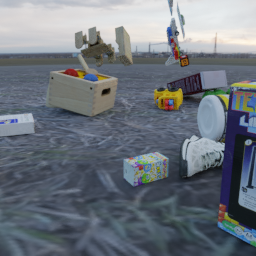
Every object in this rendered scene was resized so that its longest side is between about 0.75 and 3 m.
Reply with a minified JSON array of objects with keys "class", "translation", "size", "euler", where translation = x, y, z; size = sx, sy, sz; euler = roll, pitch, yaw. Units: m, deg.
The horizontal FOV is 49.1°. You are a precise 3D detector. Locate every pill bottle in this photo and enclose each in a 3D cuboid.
[{"class":"pill bottle","translation":[3.605,-0.327,8.575],"size":[2.597,1.445,1.445],"euler":[-4,16,-10]}]

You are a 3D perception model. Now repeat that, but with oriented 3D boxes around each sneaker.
[{"class":"sneaker","translation":[1.892,0.626,6.491],"size":[1.168,0.766,2.030],"euler":[5,15,23]}]

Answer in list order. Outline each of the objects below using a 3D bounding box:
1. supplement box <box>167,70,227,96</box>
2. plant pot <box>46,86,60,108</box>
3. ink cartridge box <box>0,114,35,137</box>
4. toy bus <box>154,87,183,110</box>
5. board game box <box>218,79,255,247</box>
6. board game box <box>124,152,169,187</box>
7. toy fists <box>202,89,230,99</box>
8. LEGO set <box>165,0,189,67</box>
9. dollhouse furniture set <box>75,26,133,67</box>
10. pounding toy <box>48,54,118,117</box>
[{"class":"supplement box","translation":[3.634,-2.327,15.125],"size":[1.613,0.902,2.964],"euler":[-9,1,-29]},{"class":"plant pot","translation":[-3.470,-1.765,13.819],"size":[1.239,1.323,1.239],"euler":[0,16,0]},{"class":"ink cartridge box","translation":[-4.589,-0.056,9.389],"size":[2.745,0.509,1.300],"euler":[-4,17,-21]},{"class":"toy bus","translation":[1.792,-1.257,13.121],"size":[1.354,0.919,1.300],"euler":[3,32,19]},{"class":"board game box","translation":[2.567,0.717,3.370],"size":[0.796,2.321,2.808],"euler":[-14,22,-39]},{"class":"board game box","translation":[0.400,0.885,6.133],"size":[0.890,0.467,0.459],"euler":[-10,20,-29]},{"class":"toy fists","translation":[4.876,-1.519,13.955],"size":[2.299,0.790,1.172],"euler":[-2,16,-3]},{"class":"LEGO set","translation":[1.112,-2.821,7.553],"size":[0.644,2.622,1.959],"euler":[-14,0,8]},{"class":"dollhouse furniture set","translation":[-0.453,-1.533,5.628],"size":[0.973,0.646,0.853],"euler":[-11,-17,20]},{"class":"pounding toy","translation":[-2.003,-2.088,12.896],"size":[2.630,2.031,2.857],"euler":[17,21,18]}]
